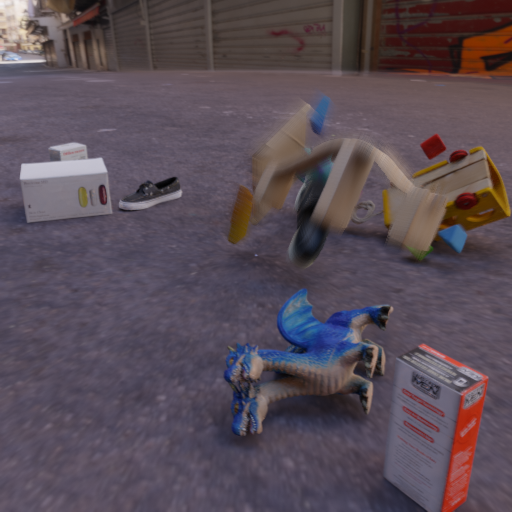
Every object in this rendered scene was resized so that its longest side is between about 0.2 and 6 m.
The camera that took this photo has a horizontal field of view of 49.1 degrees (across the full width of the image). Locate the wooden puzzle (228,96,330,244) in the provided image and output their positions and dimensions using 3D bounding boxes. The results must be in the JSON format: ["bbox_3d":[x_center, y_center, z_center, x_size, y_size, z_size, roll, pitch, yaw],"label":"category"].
[{"bbox_3d":[0.411,-1.826,11.329,0.382,2.203,3.265,29,49,18],"label":"wooden puzzle"}]

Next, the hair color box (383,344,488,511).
[{"bbox_3d":[1.674,1.672,5.345,0.444,1.451,0.736,-17,28,-33],"label":"hair color box"}]

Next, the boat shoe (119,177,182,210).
[{"bbox_3d":[-2.634,-1.616,14.032,1.818,0.602,0.636,-19,30,-38],"label":"boat shoe"}]

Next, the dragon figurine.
[{"bbox_3d":[0.801,1.090,7.263,1.692,1.002,3.403,10,26,21],"label":"dragon figurine"}]

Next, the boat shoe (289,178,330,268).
[{"bbox_3d":[1.033,-0.703,9.872,0.694,0.616,1.857,27,58,-11],"label":"boat shoe"}]

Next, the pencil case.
[{"bbox_3d":[1.512,-1.807,12.661,0.881,0.811,1.906,16,19,-34],"label":"pencil case"}]

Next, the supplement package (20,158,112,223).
[{"bbox_3d":[-4.556,-1.615,13.442,1.923,1.066,1.498,-8,25,-17],"label":"supplement package"}]

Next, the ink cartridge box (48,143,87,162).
[{"bbox_3d":[-4.962,-2.331,14.937,0.496,1.198,0.873,16,28,32],"label":"ink cartridge box"}]

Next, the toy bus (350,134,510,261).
[{"bbox_3d":[3.794,-1.015,11.603,1.402,2.560,2.713,38,0,-36],"label":"toy bus"}]

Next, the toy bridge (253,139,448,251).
[{"bbox_3d":[1.329,-1.084,8.361,0.518,1.281,3.810,23,0,-34],"label":"toy bridge"}]
